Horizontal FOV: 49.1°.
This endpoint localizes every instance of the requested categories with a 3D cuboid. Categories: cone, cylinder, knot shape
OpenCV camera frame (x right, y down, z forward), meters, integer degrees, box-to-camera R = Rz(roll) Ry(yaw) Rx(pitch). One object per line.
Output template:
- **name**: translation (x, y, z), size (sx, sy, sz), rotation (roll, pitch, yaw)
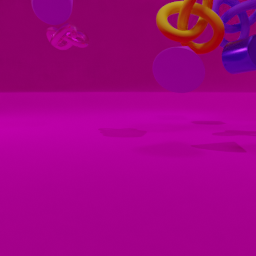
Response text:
- **cone**: translation (1.195, -1.510, 6.076), size (1.077, 1.077, 1.081), rotation (3, 44, 23)
- **cylinder**: translation (2.446, -1.510, 5.800), size (0.701, 0.701, 0.701), rotation (-4, 4, -27)
- **cylinder**: translation (-1.992, -3.447, 7.509), size (1.004, 1.004, 1.004), rotation (-1, 42, -7)
- **knot shape**: translation (-1.869, -2.626, 8.144), size (1.194, 0.589, 1.276), rotation (4, 8, 33)
- **knot shape**: translation (3.226, -3.424, 8.719), size (1.598, 1.708, 0.789), rotation (30, 31, -16)
- **knot shape**: translation (1.840, -2.814, 7.618), size (1.880, 1.759, 0.869), rotation (-39, 21, 0)
